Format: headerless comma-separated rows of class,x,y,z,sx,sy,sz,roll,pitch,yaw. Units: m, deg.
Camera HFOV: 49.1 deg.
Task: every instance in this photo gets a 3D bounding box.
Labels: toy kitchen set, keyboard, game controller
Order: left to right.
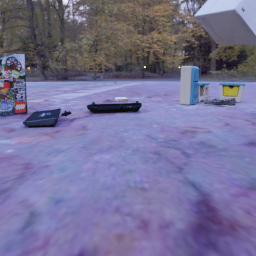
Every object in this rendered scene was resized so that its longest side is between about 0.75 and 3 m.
keyboard,-2.308,-0.320,8.332,1.249,0.267,2.080,-8,13,-9
game controller,-0.511,-0.806,10.330,1.969,0.415,1.027,-3,12,-16
toy kitchen set,4.015,-2.002,13.050,2.313,1.701,2.888,7,13,30

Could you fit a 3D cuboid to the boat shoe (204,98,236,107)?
boat shoe,3.972,-1.152,12.109,1.394,0.397,0.466,9,14,38

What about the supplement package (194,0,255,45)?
supplement package,2.042,-2.095,5.077,0.852,0.849,1.452,41,5,-21

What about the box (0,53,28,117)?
box,-4.667,-1.318,8.686,0.564,2.045,2.994,10,15,41

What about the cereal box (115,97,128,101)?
cereal box,-0.326,-1.467,14.334,0.551,0.151,0.766,-3,11,-14
